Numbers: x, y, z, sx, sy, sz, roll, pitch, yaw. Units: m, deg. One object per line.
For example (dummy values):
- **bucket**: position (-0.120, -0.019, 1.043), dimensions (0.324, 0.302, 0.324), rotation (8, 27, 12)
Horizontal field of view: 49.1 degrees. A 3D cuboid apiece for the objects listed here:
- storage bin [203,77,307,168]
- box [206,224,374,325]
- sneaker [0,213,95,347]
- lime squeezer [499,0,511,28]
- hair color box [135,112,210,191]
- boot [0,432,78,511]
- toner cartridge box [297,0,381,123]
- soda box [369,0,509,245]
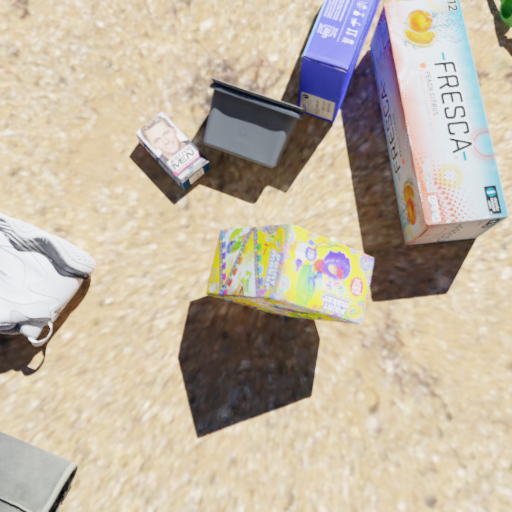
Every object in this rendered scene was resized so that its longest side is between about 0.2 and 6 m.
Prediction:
- **storage bin**: position (-0.104, -2.406, 10.322), dimensions (1.758, 1.279, 1.181), rotation (21, 105, 5)
- **box**: position (0.526, 0.327, 8.832), dimensions (1.836, 1.768, 1.120), rotation (19, 78, -36)
- **sneaker**: position (-4.566, 0.220, 9.548), dimensions (3.222, 1.211, 1.852), rotation (22, 74, 2)
- **lime squeezer**: position (5.416, -4.913, 11.189), dimensions (1.020, 0.545, 2.889), rotation (-43, 79, -9)
- **hair color box**: position (-1.559, -1.968, 10.513), dimensions (0.680, 0.412, 1.360), rotation (-42, 80, -9)
- **boot**: position (-4.703, 2.708, 8.842), dimensions (3.946, 1.432, 3.587), rotation (20, 91, 12)
- **toner cartridge box**: position (1.803, -4.656, 10.445), dimensions (0.837, 1.841, 3.876), rotation (20, 76, 5)
- **soda box**: position (3.176, -2.432, 10.137), dimensions (1.460, 1.357, 4.270), rotation (-6, 77, -2)
